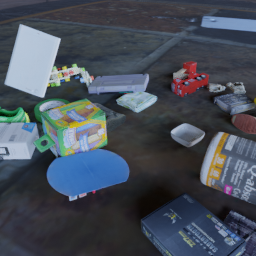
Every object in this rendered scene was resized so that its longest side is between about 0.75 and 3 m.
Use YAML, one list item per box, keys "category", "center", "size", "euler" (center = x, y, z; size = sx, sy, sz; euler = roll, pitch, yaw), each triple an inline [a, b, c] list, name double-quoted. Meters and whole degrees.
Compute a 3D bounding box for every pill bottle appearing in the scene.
- category: "pill bottle"
  center: [3.674, 1.287, 7.891]
  size: [2.899, 1.687, 1.687]
  euler: [19, 38, 26]

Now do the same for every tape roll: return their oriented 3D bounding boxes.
- category: "tape roll"
  center: [-3.213, -0.750, 12.045]
  size: [1.537, 0.369, 1.537]
  euler: [0, 35, 0]

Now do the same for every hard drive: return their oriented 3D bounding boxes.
- category: "hard drive"
  center: [-3.178, -2.201, 9.299]
  size: [1.340, 2.031, 0.267]
  euler: [20, 11, -1]

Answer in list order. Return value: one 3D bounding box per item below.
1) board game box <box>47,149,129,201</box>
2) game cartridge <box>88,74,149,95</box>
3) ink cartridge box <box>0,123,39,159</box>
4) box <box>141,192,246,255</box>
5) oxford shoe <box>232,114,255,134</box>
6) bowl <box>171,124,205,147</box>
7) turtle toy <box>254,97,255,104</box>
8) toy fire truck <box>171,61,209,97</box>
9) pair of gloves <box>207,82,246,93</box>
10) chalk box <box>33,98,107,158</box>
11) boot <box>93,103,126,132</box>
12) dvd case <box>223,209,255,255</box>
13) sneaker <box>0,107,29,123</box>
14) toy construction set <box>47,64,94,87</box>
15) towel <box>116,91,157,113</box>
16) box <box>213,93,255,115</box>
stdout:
- category: "board game box"
  center: [-1.230, 1.476, 8.726]
  size: [2.480, 0.483, 1.960]
  euler: [-11, 31, -26]
- category: "game cartridge"
  center: [-0.425, -2.144, 13.700]
  size: [2.727, 0.523, 1.768]
  euler: [-1, 32, 12]
- category: "ink cartridge box"
  center: [-4.453, 0.448, 9.937]
  size: [2.199, 0.746, 1.276]
  euler: [0, 34, 0]
- category: "box"
  center: [1.520, 2.624, 6.823]
  size: [1.580, 0.511, 2.003]
  euler: [-24, 37, -26]
- category: "oxford shoe"
  center: [5.042, -0.077, 10.981]
  size: [1.899, 0.672, 0.701]
  euler: [25, 19, 30]
- category: "bowl"
  center: [2.219, 0.308, 10.480]
  size: [1.026, 0.383, 1.024]
  euler: [-28, 43, -33]
- category: "turtle toy"
  center: [6.135, -0.917, 11.577]
  size: [2.147, 1.085, 1.565]
  euler: [-21, 8, -27]
- category: "toy fire truck"
  center: [3.017, -2.576, 14.454]
  size: [2.767, 0.674, 1.951]
  euler: [-25, 41, -31]
- category: "pair of gloves"
  center: [4.738, -2.001, 13.591]
  size: [1.741, 0.305, 1.480]
  euler: [4, 21, 17]
- category: "chalk box"
  center: [-2.092, 0.131, 9.784]
  size: [2.337, 1.446, 1.454]
  euler: [-22, 40, -30]
- category: "boot"
  center: [-1.102, -0.497, 11.474]
  size: [1.650, 0.599, 1.500]
  euler: [29, 29, 26]
- category: "dvd case"
  center: [2.807, 2.820, 6.974]
  size: [1.154, 0.124, 1.552]
  euler: [23, 41, 33]
- category: "sneaker"
  center: [-5.189, -0.317, 10.785]
  size: [2.539, 1.061, 0.941]
  euler: [-12, 37, -17]
- category: "toy construction set"
  center: [-3.042, -2.665, 14.142]
  size: [2.550, 1.175, 1.672]
  euler: [-1, 10, -15]
- category: "towel"
  center: [0.403, -1.295, 12.853]
  size: [1.289, 0.363, 1.506]
  euler: [28, 43, 33]
- category: "box"
  center: [4.809, -1.138, 12.620]
  size: [1.462, 0.353, 1.158]
  euler: [-15, 37, -21]
